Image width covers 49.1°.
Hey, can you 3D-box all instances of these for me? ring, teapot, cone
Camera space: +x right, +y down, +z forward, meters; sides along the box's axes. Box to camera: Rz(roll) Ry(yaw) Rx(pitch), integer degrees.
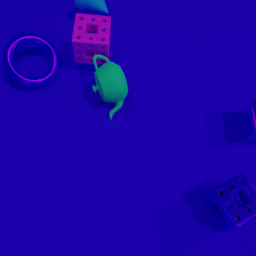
[{"bbox_3d":[-2.675,-1.903,7.863,1.552,0.310,1.552,2,85,-23],"label":"ring"},{"bbox_3d":[-0.508,-1.107,7.437,0.850,1.080,1.737,-21,98,-10],"label":"teapot"},{"bbox_3d":[-0.897,-3.672,8.285,0.946,0.946,0.949,-41,75,-14],"label":"cone"}]

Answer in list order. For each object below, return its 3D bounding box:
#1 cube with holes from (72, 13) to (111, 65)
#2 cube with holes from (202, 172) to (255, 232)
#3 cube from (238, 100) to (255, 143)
[{"bbox_3d":[-0.968,-2.388,7.627,0.920,0.920,0.920,4,68,-3],"label":"cube with holes"},{"bbox_3d":[2.420,1.720,6.448,0.886,0.886,0.886,-25,67,-14],"label":"cube with holes"},{"bbox_3d":[3.479,-0.161,7.223,0.875,0.875,0.875,-1,70,0],"label":"cube"}]
